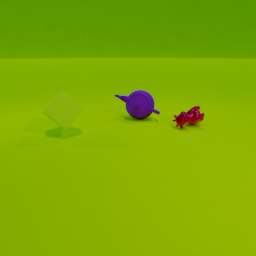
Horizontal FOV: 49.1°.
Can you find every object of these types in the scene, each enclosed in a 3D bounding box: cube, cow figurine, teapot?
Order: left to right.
[{"bbox_3d":[-1.853,-0.495,7.931,0.778,0.778,0.778,40,-10,-16],"label":"cube"},{"bbox_3d":[0.344,-0.832,9.795,1.686,1.049,0.826,23,8,8],"label":"teapot"},{"bbox_3d":[1.937,-0.299,8.994,0.989,0.552,1.005,-29,-18,5],"label":"cow figurine"}]
